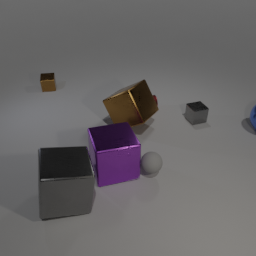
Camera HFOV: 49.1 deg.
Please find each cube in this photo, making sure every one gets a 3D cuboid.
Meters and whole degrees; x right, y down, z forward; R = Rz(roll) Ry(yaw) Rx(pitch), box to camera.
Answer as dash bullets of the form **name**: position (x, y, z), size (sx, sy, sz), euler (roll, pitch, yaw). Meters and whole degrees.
- **cube**: position (0.131, -0.906, 11.222), size (1.400, 1.400, 1.400), euler (-17, 15, 38)
- **cube**: position (-4.134, -2.370, 14.522), size (0.700, 0.700, 0.700), euler (-6, 45, -9)
- **cube**: position (-0.464, 0.818, 9.070), size (1.400, 1.400, 1.400), euler (-9, 34, -14)
- **cube**: position (-1.778, 1.481, 7.872), size (1.400, 1.400, 1.400), euler (-1, 32, -19)
- **cube**: position (2.921, -0.642, 11.948), size (0.700, 0.700, 0.700), euler (-12, 36, -16)

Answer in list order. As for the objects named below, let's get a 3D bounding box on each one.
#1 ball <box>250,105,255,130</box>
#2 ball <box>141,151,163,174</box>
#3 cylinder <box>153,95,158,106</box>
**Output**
- **ball**: position (5.553, -0.433, 11.026), size (1.400, 1.400, 1.400), euler (0, 33, 0)
- **ball**: position (0.752, 1.099, 8.919), size (0.700, 0.700, 0.700), euler (0, 33, 0)
- **cylinder**: position (0.916, -1.122, 12.705), size (0.700, 0.700, 0.700), euler (-7, 34, -11)
